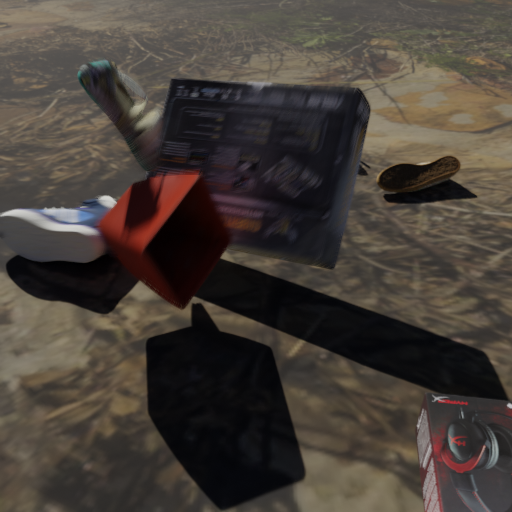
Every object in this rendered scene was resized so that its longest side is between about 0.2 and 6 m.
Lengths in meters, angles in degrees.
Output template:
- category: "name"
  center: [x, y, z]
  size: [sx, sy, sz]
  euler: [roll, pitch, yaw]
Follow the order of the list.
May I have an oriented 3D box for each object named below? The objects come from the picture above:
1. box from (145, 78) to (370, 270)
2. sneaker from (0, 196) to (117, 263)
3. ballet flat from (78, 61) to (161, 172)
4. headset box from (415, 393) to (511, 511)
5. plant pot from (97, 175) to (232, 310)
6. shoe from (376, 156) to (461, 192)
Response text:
- category: "box"
  center: [-0.137, -1.692, 10.888]
  size: [4.065, 3.220, 0.983]
  euler: [10, -6, 24]
- category: "sneaker"
  center: [-3.768, -0.649, 11.604]
  size: [2.519, 1.015, 1.844]
  euler: [9, 28, 19]
- category: "ballet flat"
  center: [-2.191, -2.481, 10.082]
  size: [0.866, 2.407, 0.866]
  euler: [-14, 49, 17]
- category: "headset box"
  center: [2.909, 2.846, 6.653]
  size: [1.703, 0.859, 2.291]
  euler: [5, 36, 7]
- category: "plant pot"
  center: [-1.605, -0.359, 9.324]
  size: [1.435, 1.629, 1.627]
  euler: [17, 59, 32]
- category: "shoe"
  center: [3.939, -1.903, 13.703]
  size: [2.181, 0.582, 0.763]
  euler: [-13, 69, -11]
